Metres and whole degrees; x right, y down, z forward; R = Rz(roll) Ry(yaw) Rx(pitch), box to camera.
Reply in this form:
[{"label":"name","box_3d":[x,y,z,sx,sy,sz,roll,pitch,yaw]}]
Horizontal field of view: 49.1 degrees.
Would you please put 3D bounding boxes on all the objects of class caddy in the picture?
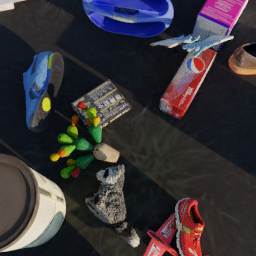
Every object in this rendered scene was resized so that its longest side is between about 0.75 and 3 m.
[{"label":"caddy","box_3d":[0.034,-4.090,9.246,2.990,2.113,1.569,10,64,5]}]

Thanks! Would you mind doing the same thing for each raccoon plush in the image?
[{"label":"raccoon plush","box_3d":[-0.194,2.042,7.808,2.087,1.010,1.398,50,61,-12]}]

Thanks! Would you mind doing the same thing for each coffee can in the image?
[{"label":"coffee can","box_3d":[-2.727,1.885,6.682,1.965,2.685,1.965,0,70,0]}]

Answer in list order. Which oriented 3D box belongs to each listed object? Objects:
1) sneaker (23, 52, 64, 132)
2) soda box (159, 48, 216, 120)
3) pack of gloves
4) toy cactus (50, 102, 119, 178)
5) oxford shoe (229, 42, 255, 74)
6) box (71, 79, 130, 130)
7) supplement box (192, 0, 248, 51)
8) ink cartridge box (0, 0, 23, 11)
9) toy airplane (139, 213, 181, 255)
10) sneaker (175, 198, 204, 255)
[{"label":"sneaker","box_3d":[-2.842,-1.163,8.859,1.081,0.908,2.756,1,70,16]},{"label":"soda box","box_3d":[1.908,-1.507,8.970,0.839,0.760,2.397,29,73,10]},{"label":"pack of gloves","box_3d":[1.991,-2.535,8.654,1.710,0.402,2.035,18,34,39]},{"label":"toy cactus","box_3d":[-1.117,0.496,8.075,1.819,1.127,2.204,21,77,-10]},{"label":"oxford shoe","box_3d":[4.884,-2.359,9.123,2.891,1.054,1.031,-7,70,-2]},{"label":"box","box_3d":[-0.857,-0.683,8.881,1.495,0.367,1.205,-35,75,-12]},{"label":"supplement box","box_3d":[3.299,-4.067,9.700,1.192,1.167,2.306,30,72,11]},{"label":"ink cartridge box","box_3d":[-4.461,-5.129,10.565,1.217,0.305,1.403,-14,70,-6]},{"label":"toy airplane","box_3d":[1.101,3.191,7.469,1.721,0.317,1.721,2,64,-4]},{"label":"sneaker","box_3d":[1.680,2.698,7.323,0.656,0.723,1.703,7,65,-38]}]
